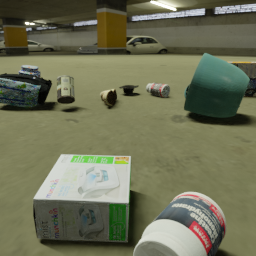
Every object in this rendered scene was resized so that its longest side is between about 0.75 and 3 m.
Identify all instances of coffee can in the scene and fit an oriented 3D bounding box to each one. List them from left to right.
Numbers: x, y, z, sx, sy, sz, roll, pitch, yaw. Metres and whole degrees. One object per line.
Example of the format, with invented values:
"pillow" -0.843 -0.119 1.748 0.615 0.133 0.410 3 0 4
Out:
"coffee can" -2.484 -1.525 11.189 0.696 0.951 0.696 -5 -18 -2

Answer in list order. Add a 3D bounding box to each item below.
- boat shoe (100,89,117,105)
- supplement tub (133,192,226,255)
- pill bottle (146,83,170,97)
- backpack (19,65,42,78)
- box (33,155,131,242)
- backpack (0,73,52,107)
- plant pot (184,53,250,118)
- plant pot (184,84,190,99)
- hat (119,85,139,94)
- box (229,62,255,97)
"boat shoe" -0.899 -1.332 12.113 0.598 0.664 1.841 -7 15 8
"supplement tub" 0.663 1.363 3.417 0.806 0.806 1.148 11 21 31
"pill bottle" 1.461 -1.892 13.789 0.627 0.627 1.132 -17 24 -41
"backpack" -6.277 -3.391 17.808 1.467 1.130 1.398 1 28 -6
"box" -0.621 1.060 4.537 1.322 0.724 1.498 3 19 2
"backpack" -4.447 -1.578 11.612 2.175 1.672 1.775 21 14 -17
"plant pot" 3.205 -1.352 9.938 1.741 2.169 2.169 22 24 17
"plant pot" 2.869 -1.467 12.115 0.983 0.983 0.924 0 2 -1
"hat" 0.063 -1.925 14.234 1.045 0.422 1.045 -4 16 1
"box" 5.741 -2.385 13.661 2.754 1.640 0.571 3 18 7
